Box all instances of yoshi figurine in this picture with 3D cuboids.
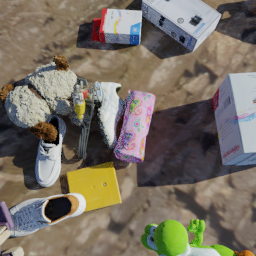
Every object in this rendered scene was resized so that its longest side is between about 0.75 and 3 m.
[{"bbox_3d":[1.291,2.419,5.352,2.135,1.200,1.196,22,109,8],"label":"yoshi figurine"}]

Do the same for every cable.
[{"bbox_3d":[-1.559,-0.268,9.379,0.677,2.690,1.306,9,33,-7],"label":"cable"}]

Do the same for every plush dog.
[{"bbox_3d":[-2.828,-1.000,9.320,2.878,2.309,2.472,41,73,11],"label":"plush dog"}]

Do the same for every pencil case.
[{"bbox_3d":[0.236,-0.081,9.723,1.101,1.101,2.519,11,73,3],"label":"pencil case"}]

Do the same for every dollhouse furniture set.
[{"bbox_3d":[-4.803,3.631,8.145,2.515,1.785,1.993,-13,102,15],"label":"dollhouse furniture set"}]

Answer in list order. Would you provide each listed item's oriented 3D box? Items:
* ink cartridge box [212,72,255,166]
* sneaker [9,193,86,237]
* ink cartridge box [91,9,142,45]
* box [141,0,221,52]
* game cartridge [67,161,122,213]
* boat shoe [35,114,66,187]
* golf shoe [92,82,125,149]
[{"bbox_3d":[4.152,-0.235,9.315,1.928,1.937,2.666,-2,72,-1],"label":"ink cartridge box"},{"bbox_3d":[-2.848,2.634,8.737,2.866,1.213,1.043,-20,74,3],"label":"sneaker"},{"bbox_3d":[-0.473,-4.064,11.203,1.990,0.669,1.156,4,72,2],"label":"ink cartridge box"},{"bbox_3d":[2.068,-4.561,11.275,2.780,0.836,1.621,41,77,12],"label":"box"},{"bbox_3d":[-1.151,2.010,9.454,1.628,0.264,1.435,-14,73,3],"label":"game cartridge"},{"bbox_3d":[-2.666,0.736,9.602,0.890,0.813,2.473,11,73,3],"label":"boat shoe"},{"bbox_3d":[-0.522,-0.552,9.978,1.233,0.993,2.536,-9,74,-9],"label":"golf shoe"}]
